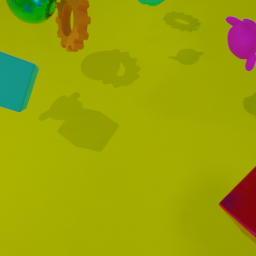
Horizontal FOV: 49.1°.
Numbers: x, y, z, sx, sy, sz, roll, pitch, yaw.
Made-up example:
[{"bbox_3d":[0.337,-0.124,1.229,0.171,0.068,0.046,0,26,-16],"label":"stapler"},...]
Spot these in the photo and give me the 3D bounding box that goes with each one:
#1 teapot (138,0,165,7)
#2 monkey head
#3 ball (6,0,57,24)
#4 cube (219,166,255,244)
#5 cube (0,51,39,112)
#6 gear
[{"bbox_3d":[0.648,-3.403,6.978,1.135,0.556,0.706,-25,38,24],"label":"teapot"},{"bbox_3d":[2.511,-1.838,5.725,0.739,0.883,1.227,-38,109,-23],"label":"monkey head"},{"bbox_3d":[-2.301,-3.099,6.675,1.171,1.171,1.171,0,66,0],"label":"ball"},{"bbox_3d":[2.373,1.421,4.593,1.030,1.030,1.030,-44,27,-2],"label":"cube"},{"bbox_3d":[-2.521,-0.983,5.808,1.007,1.007,1.007,18,93,-15],"label":"cube"},{"bbox_3d":[-1.452,-2.785,7.242,0.286,1.546,1.546,-9,63,-34],"label":"gear"}]
